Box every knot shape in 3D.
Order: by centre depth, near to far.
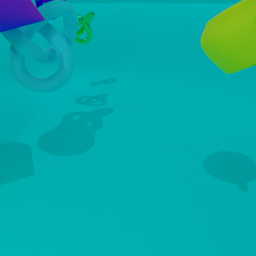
[{"bbox_3d":[-1.967,-1.930,5.871,0.948,2.052,1.920,2,-23,45],"label":"knot shape"},{"bbox_3d":[-1.916,-3.136,6.730,1.218,0.563,1.140,-25,75,-19],"label":"knot shape"},{"bbox_3d":[-1.671,-3.414,9.390,1.152,1.231,0.569,-4,42,-49],"label":"knot shape"}]

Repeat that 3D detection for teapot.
[{"bbox_3d":[1.554,-1.106,3.542,1.158,0.912,1.863,-24,6,10],"label":"teapot"}]

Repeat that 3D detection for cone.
[{"bbox_3d":[-1.985,-2.044,4.692,1.541,1.541,1.547,16,10,30],"label":"cone"}]
